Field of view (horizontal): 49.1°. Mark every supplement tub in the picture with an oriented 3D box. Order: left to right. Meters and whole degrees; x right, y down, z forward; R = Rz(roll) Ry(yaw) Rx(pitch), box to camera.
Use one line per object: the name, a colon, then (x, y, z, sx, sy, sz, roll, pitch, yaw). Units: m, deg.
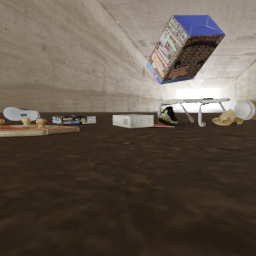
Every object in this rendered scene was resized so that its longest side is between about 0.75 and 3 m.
supplement tub: (6.264, -0.935, 14.552, 1.427, 1.032, 1.032, -3, 5, -42)

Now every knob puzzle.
knob puzzle: (-2.748, -0.056, 6.813, 2.574, 0.357, 2.574, 0, 4, 0)

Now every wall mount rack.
wall mount rack: (2.520, -0.593, 10.411, 2.883, 1.075, 2.505, 4, 9, 43)

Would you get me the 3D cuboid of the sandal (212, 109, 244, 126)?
sandal: (3.651, -0.442, 10.049, 1.615, 0.531, 0.592, -2, 26, -37)

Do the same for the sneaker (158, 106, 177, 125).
sneaker: (1.521, -0.467, 9.932, 0.538, 0.621, 1.500, 23, 12, 15)

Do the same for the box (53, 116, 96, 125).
box: (-2.089, -0.316, 10.832, 1.355, 0.339, 1.366, -1, 4, -28)

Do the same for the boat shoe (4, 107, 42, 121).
boat shoe: (-5.189, -0.677, 13.910, 1.877, 0.656, 0.622, 2, -1, 9)

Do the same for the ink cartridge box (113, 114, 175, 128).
ink cartridge box: (0.472, -0.251, 9.392, 1.560, 0.396, 1.770, -2, 4, -19)

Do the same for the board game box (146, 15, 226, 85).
board game box: (1.412, -1.968, 7.123, 1.261, 0.766, 1.582, -14, -27, -30)
